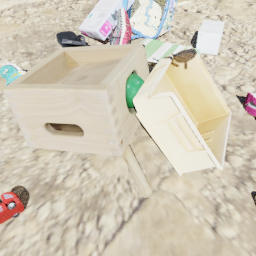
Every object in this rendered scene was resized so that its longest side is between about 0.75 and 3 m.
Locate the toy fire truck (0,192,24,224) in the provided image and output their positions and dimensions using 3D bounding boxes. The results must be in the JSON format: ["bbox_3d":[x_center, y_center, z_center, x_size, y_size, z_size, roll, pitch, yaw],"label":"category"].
[{"bbox_3d":[-2.619,1.446,4.949,1.284,0.313,0.906,-27,46,-30],"label":"toy fire truck"}]

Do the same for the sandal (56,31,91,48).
[{"bbox_3d":[-2.092,-3.269,10.666,1.041,0.586,2.737,-22,44,-26],"label":"sandal"}]

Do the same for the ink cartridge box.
[{"bbox_3d":[-0.602,-4.879,11.147,2.966,0.622,1.770,-55,38,0],"label":"ink cartridge box"}]

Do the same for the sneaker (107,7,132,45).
[{"bbox_3d":[-0.320,-3.282,9.854,0.777,0.839,2.081,-2,74,16],"label":"sneaker"}]

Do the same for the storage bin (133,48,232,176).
[{"bbox_3d":[1.236,-0.410,5.907,0.933,1.977,1.991,-21,25,37],"label":"storage bin"}]

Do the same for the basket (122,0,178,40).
[{"bbox_3d":[0.720,-4.831,11.163,2.779,2.450,1.933,-21,46,-41],"label":"basket"}]

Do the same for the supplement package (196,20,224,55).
[{"bbox_3d":[3.156,-3.494,10.751,0.828,0.831,1.417,13,40,16],"label":"supplement package"}]

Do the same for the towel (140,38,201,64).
[{"bbox_3d":[1.332,-2.693,10.227,2.309,0.270,1.761,19,42,20],"label":"towel"}]

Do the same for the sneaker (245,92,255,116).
[{"bbox_3d":[3.667,-0.380,6.926,0.780,0.719,1.769,-8,40,-6],"label":"sneaker"}]

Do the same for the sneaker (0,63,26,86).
[{"bbox_3d":[-3.351,-1.417,8.326,1.744,0.676,0.695,29,55,31],"label":"sneaker"}]

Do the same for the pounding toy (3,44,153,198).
[{"bbox_3d":[-0.649,-0.362,6.219,2.960,2.104,2.725,4,37,22],"label":"pounding toy"}]
